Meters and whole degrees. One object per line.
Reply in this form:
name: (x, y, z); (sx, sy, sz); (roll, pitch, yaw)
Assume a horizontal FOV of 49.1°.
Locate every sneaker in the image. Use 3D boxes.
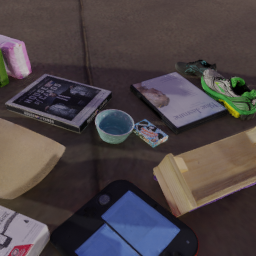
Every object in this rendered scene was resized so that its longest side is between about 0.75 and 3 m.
sneaker: (2.599, -2.330, 10.633); (1.665, 0.660, 0.628); (22, 47, 26)
sneaker: (3.338, -1.354, 9.168); (0.957, 1.044, 2.452); (-17, 43, -19)

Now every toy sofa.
toy sofa: (2.134, 0.963, 6.507); (2.935, 1.432, 1.215); (-17, 68, -19)

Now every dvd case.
dvd case: (-2.206, -0.901, 9.165); (2.764, 0.342, 2.077); (17, 43, 18)
dvd case: (1.591, -0.962, 9.317); (2.002, 0.246, 2.807); (-19, 44, -22)

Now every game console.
game console: (-0.055, 2.195, 5.494); (2.364, 0.367, 2.090); (32, 49, 33)

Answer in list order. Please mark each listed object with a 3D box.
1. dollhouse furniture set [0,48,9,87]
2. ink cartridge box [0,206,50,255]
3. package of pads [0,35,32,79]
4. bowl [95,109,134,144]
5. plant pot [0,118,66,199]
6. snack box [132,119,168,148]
dollhouse furniture set: (-5.969, -2.178, 9.837); (2.837, 1.424, 1.859); (22, 45, 24)
ink cartridge box: (-2.305, 2.153, 5.412); (1.241, 0.517, 0.901); (15, 42, 17)
package of pads: (-4.785, -2.820, 10.672); (2.213, 1.333, 0.837); (22, 44, 23)
bowl: (-0.397, 0.032, 7.830); (1.078, 0.564, 1.078); (6, 41, -5)
plant pot: (-2.704, 0.695, 6.207); (2.213, 2.213, 1.485); (17, 78, 19)
snack box: (0.609, 0.139, 8.054); (0.557, 0.178, 0.959); (-27, 48, -30)
